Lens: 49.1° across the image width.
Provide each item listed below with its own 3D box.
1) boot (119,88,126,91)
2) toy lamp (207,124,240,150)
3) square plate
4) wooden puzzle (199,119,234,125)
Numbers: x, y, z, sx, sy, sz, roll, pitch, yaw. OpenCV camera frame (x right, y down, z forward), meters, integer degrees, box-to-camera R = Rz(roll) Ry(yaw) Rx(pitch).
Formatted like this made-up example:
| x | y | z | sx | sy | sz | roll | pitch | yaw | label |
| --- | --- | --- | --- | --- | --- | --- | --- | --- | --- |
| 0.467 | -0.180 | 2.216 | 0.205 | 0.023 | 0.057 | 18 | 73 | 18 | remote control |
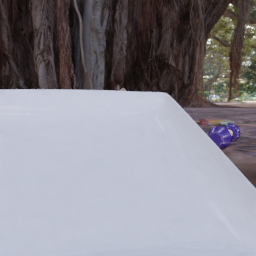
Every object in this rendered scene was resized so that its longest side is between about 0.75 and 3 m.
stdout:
| x | y | z | sx | sy | sz | roll | pitch | yaw | label |
| --- | --- | --- | --- | --- | --- | --- | --- | --- | --- |
| -0.223 | -0.443 | 10.685 | 0.968 | 1.383 | 2.579 | -43 | 0 | -16 | boot |
| 2.257 | 0.192 | 6.580 | 0.537 | 0.537 | 1.844 | 3 | 4 | 31 | toy lamp |
| -0.474 | 0.275 | 2.408 | 2.601 | 0.374 | 2.626 | -1 | 29 | -14 | square plate |
| 4.112 | -0.270 | 13.117 | 1.402 | 0.166 | 2.364 | 1 | 5 | 10 | wooden puzzle |
